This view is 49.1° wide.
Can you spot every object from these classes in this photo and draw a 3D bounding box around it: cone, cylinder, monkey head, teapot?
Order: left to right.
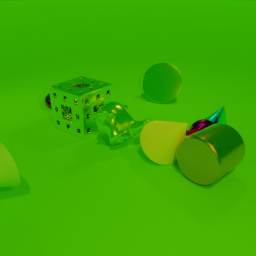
[{"bbox_3d":[-2.833,0.917,5.414,1.027,1.027,1.031,23,38,37],"label":"cone"},{"bbox_3d":[-0.173,-0.246,7.694,1.370,1.147,1.904,-23,2,22],"label":"monkey head"},{"bbox_3d":[1.501,-1.696,11.331,1.530,1.530,1.535,10,1,18],"label":"cone"},{"bbox_3d":[1.089,0.138,6.729,1.212,1.217,1.212,10,64,-20],"label":"cone"},{"bbox_3d":[2.065,0.122,7.717,1.304,0.811,0.639,-1,15,-9],"label":"teapot"},{"bbox_3d":[1.908,0.572,6.464,1.137,1.137,1.137,-20,33,-39],"label":"cylinder"},{"bbox_3d":[2.634,-0.290,8.147,0.922,0.925,0.922,5,46,-5],"label":"cone"}]

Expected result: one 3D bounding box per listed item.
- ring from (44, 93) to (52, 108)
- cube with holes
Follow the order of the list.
[{"bbox_3d":[-2.330,-1.107,10.641,1.634,0.327,1.634,0,27,0],"label":"ring"},{"bbox_3d":[-1.405,-0.686,8.720,1.353,1.353,1.353,19,33,32],"label":"cube with holes"}]
